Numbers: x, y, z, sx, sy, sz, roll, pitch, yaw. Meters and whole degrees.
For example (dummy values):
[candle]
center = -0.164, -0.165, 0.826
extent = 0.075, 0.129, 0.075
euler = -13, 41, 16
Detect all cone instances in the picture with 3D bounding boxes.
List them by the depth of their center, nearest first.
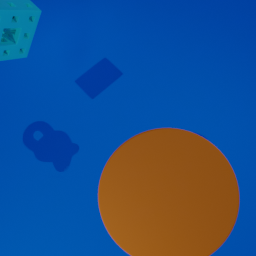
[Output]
[cone]
center = 0.513, 0.762, 3.894
extent = 1.569, 1.575, 1.569
euler = 0, 92, 6

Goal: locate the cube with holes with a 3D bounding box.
[cube with holes]
center = -2.149, -1.728, 4.460
extent = 0.915, 0.915, 0.915
euler = 44, 37, 12
